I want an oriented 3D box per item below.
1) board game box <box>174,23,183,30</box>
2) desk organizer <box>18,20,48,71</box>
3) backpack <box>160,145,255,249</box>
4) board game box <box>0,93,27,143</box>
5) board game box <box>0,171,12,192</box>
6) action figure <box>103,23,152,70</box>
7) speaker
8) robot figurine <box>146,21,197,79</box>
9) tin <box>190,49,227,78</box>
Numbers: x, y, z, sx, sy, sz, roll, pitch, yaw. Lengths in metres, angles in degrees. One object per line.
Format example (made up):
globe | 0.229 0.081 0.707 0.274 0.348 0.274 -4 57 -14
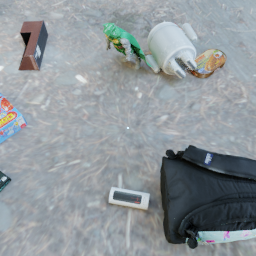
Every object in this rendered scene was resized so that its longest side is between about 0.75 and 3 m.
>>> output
board game box | 2.178 -4.406 12.486 0.402 0.076 0.781 -26 60 -18
desk organizer | -3.918 -3.373 11.358 0.857 0.799 2.227 -1 55 2
backpack | 2.334 1.792 7.198 2.907 1.840 2.426 0 65 -2
board game box | -4.820 -0.255 9.351 1.981 0.565 2.023 39 64 24
board game box | -4.333 1.810 8.164 1.030 0.214 1.523 29 61 18
action figure | -0.194 -2.850 9.654 1.743 2.952 0.807 33 93 18
speaker | 0.046 1.984 7.905 1.125 0.457 0.457 9 56 6
robot figurine | 1.643 -3.064 10.748 2.117 1.409 2.496 -37 57 16
tin | 3.168 -2.568 11.093 1.671 0.350 0.936 -36 67 -22
